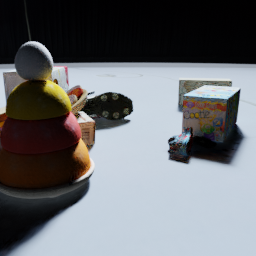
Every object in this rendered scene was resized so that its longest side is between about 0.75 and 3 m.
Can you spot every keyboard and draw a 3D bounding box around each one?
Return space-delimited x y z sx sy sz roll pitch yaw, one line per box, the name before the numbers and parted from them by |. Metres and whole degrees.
keyboard | 1.970 0.384 7.240 0.397 0.151 0.764 -33 30 -21

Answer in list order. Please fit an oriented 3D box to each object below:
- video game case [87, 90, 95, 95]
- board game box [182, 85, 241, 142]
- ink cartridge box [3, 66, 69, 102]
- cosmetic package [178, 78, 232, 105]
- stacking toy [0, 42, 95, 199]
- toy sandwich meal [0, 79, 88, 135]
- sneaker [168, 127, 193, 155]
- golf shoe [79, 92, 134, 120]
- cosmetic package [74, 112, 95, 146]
video game case | -2.693 -1.904 15.081 1.376 0.152 1.252 7 17 23
board game box | 2.532 -0.524 8.372 1.201 1.180 2.290 9 18 28
ink cartridge box | -3.224 -1.341 10.282 1.680 1.687 2.322 0 16 1
cosmetic package | 3.294 -1.581 12.191 2.187 1.132 0.799 2 17 10
stacking toy | -1.527 -0.212 4.924 1.819 2.489 1.819 0 15 0
toy sandwich meal | -2.433 -0.624 7.803 2.746 0.940 2.746 -22 24 10
sneaker | 1.284 0.270 6.899 0.589 0.489 1.232 3 16 17
golf shoe | -1.066 -0.779 9.805 2.505 0.967 1.103 -3 9 -13
cosmetic package | -1.308 -0.005 7.568 0.550 0.652 1.261 -5 18 -22
